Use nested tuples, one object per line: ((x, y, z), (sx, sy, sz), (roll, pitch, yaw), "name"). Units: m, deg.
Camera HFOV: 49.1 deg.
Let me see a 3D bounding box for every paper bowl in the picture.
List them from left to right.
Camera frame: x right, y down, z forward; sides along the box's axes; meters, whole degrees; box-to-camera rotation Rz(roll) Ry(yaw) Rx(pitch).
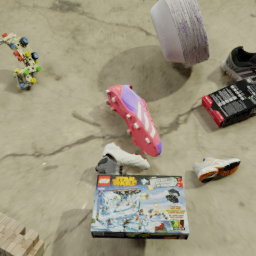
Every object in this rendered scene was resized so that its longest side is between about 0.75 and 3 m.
((1.428, -2.884, 8.163), (1.208, 2.323, 2.323), (-19, 56, 12), "paper bowl")

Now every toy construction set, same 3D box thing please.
((-3.141, -2.047, 8.137), (0.750, 1.628, 1.067), (8, 45, 28), "toy construction set")

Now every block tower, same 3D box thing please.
((-2.826, 2.103, 5.731), (2.263, 0.611, 0.654), (21, 35, 12), "block tower")

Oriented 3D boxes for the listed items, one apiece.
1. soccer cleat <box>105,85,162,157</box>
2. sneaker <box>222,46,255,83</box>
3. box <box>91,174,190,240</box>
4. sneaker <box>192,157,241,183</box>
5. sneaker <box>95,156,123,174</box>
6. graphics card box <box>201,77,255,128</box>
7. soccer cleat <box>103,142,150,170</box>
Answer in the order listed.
((0.281, -0.310, 7.294), (0.936, 0.816, 2.448), (-21, 53, -24), "soccer cleat")
((3.756, -1.661, 8.170), (0.793, 0.940, 2.150), (-36, 63, -21), "sneaker")
((0.224, 1.501, 5.443), (1.771, 0.353, 1.212), (1, 48, 2), "box")
((2.133, 0.874, 6.784), (1.222, 0.462, 0.562), (-12, 40, -17), "sneaker")
((-0.476, 1.121, 6.672), (0.654, 0.425, 1.132), (-2, 52, 11), "sneaker")
((2.945, -0.729, 7.757), (1.524, 0.388, 0.956), (-25, 58, -4), "graphics card box")
((-0.053, 0.752, 6.484), (1.136, 0.394, 0.441), (26, 54, 1), "soccer cleat")
